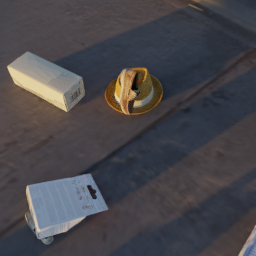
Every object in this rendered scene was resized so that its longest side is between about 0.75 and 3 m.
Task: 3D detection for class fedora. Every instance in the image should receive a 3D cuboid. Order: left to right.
[{"bbox_3d":[0.220,-1.481,9.838,2.171,0.885,2.171,0,52,0],"label":"fedora"}]

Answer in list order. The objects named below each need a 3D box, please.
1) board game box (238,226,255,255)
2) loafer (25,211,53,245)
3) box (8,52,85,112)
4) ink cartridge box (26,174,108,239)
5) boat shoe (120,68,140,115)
[{"bbox_3d":[3.626,3.051,6.550,2.152,0.664,2.150,22,57,16],"label":"board game box"},{"bbox_3d":[-2.285,2.496,7.154,1.057,0.369,0.370,37,61,24],"label":"loafer"},{"bbox_3d":[-2.890,-1.687,9.980,2.622,0.896,1.077,28,58,20],"label":"box"},{"bbox_3d":[-1.637,1.988,7.437,1.799,0.513,1.462,-4,36,-29],"label":"ink cartridge box"},{"bbox_3d":[0.085,-1.118,8.874,0.538,1.500,0.568,12,27,29],"label":"boat shoe"}]
